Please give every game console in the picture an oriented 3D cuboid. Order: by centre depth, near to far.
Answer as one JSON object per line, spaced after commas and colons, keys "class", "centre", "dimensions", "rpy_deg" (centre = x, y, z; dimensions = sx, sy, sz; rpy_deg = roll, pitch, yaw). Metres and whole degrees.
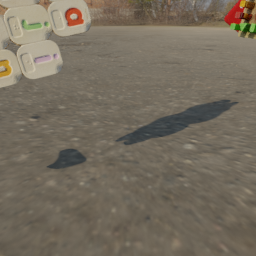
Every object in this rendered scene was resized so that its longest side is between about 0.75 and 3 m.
{"class": "game console", "centre": [4.076, -3.778, 8.899], "dimensions": [1.355, 1.573, 0.934], "rpy_deg": [35, 37, -7]}

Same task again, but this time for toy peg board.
{"class": "toy peg board", "centre": [2.836, -2.516, 6.008], "dimensions": [0.568, 1.157, 1.162], "rpy_deg": [-5, 24, -30]}

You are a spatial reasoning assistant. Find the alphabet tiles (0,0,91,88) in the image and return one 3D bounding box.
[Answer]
{"class": "alphabet tiles", "centre": [-1.978, -2.006, 4.135], "dimensions": [2.660, 2.720, 0.198], "rpy_deg": [-20, 16, -19]}
